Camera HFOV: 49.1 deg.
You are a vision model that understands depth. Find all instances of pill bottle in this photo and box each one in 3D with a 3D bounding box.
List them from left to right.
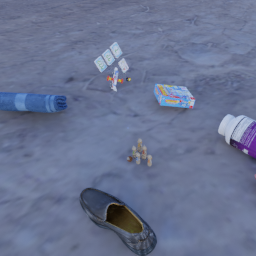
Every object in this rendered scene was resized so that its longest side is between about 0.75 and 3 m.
[{"bbox_3d":[3.217,0.237,7.354,0.873,0.873,1.553,-30,47,-33],"label":"pill bottle"}]

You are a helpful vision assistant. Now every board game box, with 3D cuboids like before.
[{"bbox_3d":[1.502,-1.067,9.236,1.098,0.313,1.121,5,29,-10],"label":"board game box"}]

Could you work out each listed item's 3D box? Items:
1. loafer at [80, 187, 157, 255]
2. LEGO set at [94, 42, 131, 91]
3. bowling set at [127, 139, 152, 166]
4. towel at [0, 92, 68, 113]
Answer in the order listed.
[{"bbox_3d":[-0.274,1.665,5.551,1.953,0.706,0.711,23,54,33],"label":"loafer"},{"bbox_3d":[-0.393,-2.095,10.010,0.372,1.515,1.132,20,61,47],"label":"LEGO set"},{"bbox_3d":[0.253,0.672,7.163,0.544,0.420,0.782,-17,40,-20],"label":"bowling set"},{"bbox_3d":[-3.135,-0.774,8.520,2.348,0.570,1.311,4,6,3],"label":"towel"}]
